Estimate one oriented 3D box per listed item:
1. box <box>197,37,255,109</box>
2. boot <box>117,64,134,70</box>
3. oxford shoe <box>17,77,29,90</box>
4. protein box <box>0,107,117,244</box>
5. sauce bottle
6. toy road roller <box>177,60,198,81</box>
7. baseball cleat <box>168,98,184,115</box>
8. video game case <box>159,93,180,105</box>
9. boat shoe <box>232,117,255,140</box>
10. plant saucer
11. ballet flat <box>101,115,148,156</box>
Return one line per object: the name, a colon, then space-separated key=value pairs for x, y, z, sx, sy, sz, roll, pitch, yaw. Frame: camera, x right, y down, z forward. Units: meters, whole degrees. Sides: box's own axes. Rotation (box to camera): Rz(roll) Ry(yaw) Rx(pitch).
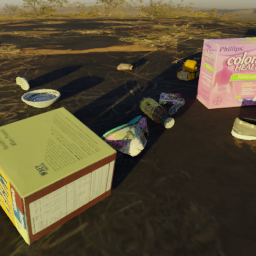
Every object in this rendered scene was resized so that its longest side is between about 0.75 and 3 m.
box: x=4.447 y=-2.361 z=11.972 sx=2.374 sy=2.699 sz=1.305 roll=-5 pitch=27 yaw=-10
boot: x=-0.096 y=-3.748 z=17.293 sx=0.738 sy=0.354 sz=1.009 roll=21 pitch=39 yaw=24
oxford shoe: x=-5.286 y=-2.309 z=14.312 sx=0.417 sy=0.543 sz=1.445 roll=-4 pitch=22 yaw=-38
protein box: x=-1.864 y=0.916 z=6.503 sx=2.218 sy=1.496 sz=2.201 roll=-24 pitch=47 yaw=-38
sauce bottle: x=1.103 y=-0.609 z=10.793 sx=0.658 sy=0.658 sz=2.035 roll=-10 pitch=27 yaw=-19
toy road roller: x=3.370 y=-3.250 z=15.622 sx=0.797 sy=0.947 sz=1.297 roll=19 pitch=32 yaw=32
baseball cleat: x=1.935 y=-0.905 z=11.276 sx=0.850 sy=0.452 sz=0.296 roll=-43 pitch=62 yaw=-15
video game case: x=1.910 y=-1.333 z=12.731 sx=0.928 sy=0.183 sz=1.024 roll=5 pitch=28 yaw=9
boat shoe: x=4.717 y=0.036 z=9.548 sx=2.164 sy=0.647 sz=0.773 roll=5 pitch=28 yaw=10
plant saucer: x=-3.784 y=-1.252 z=12.323 sx=1.633 sy=0.410 sz=1.633 roll=-1 pitch=27 yaw=0
ballet flat: x=0.111 y=0.255 z=7.625 sx=0.854 sy=0.879 sz=2.469 roll=-32 pitch=-1 yaw=22
